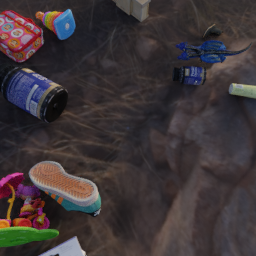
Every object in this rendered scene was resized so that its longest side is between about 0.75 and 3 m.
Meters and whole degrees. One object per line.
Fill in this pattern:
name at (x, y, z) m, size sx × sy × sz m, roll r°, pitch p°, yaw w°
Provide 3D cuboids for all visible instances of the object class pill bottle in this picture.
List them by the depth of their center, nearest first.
pill bottle at (-3.444, -1.284, 9.760) m, size 2.437 × 1.363 × 1.363 m, roll 28°, pitch 69°, yaw 11°
pill bottle at (2.267, -1.964, 10.443) m, size 1.177 × 0.659 × 0.659 m, roll 4°, pitch 66°, yaw 2°

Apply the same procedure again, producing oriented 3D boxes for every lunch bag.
lunch bag at (-4.428, -3.746, 11.171) m, size 2.065 × 0.846 × 1.819 m, roll 33°, pitch 66°, yaw 13°

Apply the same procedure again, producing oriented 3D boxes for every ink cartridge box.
ink cartridge box at (-1.877, 4.280, 7.853) m, size 1.754 × 0.384 × 1.771 m, roll -24°, pitch 71°, yaw -10°

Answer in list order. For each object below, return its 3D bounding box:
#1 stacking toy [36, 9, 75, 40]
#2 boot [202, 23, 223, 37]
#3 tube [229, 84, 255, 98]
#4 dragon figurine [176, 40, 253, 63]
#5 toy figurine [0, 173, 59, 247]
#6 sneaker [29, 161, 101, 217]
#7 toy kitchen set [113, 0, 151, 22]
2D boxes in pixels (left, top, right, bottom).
stacking toy at (-3.125, -4.402, 11.472) m, size 1.761 × 0.966 × 1.022 m, roll 26°, pitch 62°, yaw 22°
boot at (3.492, -3.894, 11.491) m, size 0.581 × 0.325 × 0.840 m, roll 40°, pitch 74°, yaw 9°
tube at (4.540, -1.341, 10.359) m, size 1.516 × 0.440 × 0.394 m, roll 7°, pitch 29°, yaw 0°
dragon figurine at (3.071, -2.752, 10.181) m, size 2.606 × 1.295 × 0.767 m, roll 7°, pitch 104°, yaw 24°
toy figurine at (-3.169, 2.283, 8.328) m, size 2.118 × 1.590 × 1.950 m, roll 6°, pitch 52°, yaw -25°
sneaker at (-1.931, 1.895, 8.440) m, size 2.721 × 1.087 × 0.971 m, roll 19°, pitch 45°, yaw 34°
toy kitchen set at (0.429, -6.236, 11.623) m, size 2.103 × 1.902 × 2.332 m, roll -42°, pitch 73°, yaw -16°
